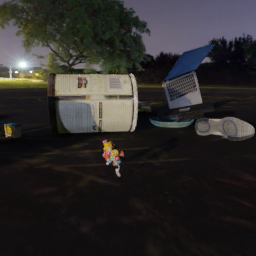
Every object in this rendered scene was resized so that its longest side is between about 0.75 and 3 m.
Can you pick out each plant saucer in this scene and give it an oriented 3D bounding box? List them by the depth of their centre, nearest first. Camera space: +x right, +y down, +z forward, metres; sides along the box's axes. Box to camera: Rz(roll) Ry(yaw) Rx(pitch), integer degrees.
[{"bbox_3d":[1.871,-0.272,12.062,1.903,0.261,1.903,-1,10,0],"label":"plant saucer"}]

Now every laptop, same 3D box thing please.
[{"bbox_3d":[3.158,-2.258,13.528,2.714,2.899,1.680,-25,14,-38],"label":"laptop"}]

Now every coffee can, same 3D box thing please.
[{"bbox_3d":[-1.276,-0.886,10.143,2.942,2.153,2.153,-1,11,-10],"label":"coffee can"}]

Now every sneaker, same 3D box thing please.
[{"bbox_3d":[3.359,-0.040,9.612,0.896,0.766,2.057,-3,10,-42],"label":"sneaker"}]

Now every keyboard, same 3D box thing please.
[{"bbox_3d":[2.437,-0.540,11.897,2.447,0.485,1.273,-10,20,20],"label":"keyboard"}]

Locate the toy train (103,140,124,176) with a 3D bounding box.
[{"bbox_3d":[-0.296,0.603,5.976,0.252,0.680,0.905,-20,28,-19],"label":"toy train"}]

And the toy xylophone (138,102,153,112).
[{"bbox_3d":[0.406,-1.133,15.806,2.228,0.560,1.631,-6,12,-28],"label":"toy xylophone"}]

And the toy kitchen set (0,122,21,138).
[{"bbox_3d":[-4.469,-0.040,9.219,1.146,0.842,1.430,7,13,32],"label":"toy kitchen set"}]
